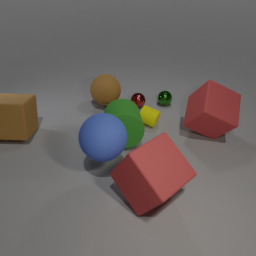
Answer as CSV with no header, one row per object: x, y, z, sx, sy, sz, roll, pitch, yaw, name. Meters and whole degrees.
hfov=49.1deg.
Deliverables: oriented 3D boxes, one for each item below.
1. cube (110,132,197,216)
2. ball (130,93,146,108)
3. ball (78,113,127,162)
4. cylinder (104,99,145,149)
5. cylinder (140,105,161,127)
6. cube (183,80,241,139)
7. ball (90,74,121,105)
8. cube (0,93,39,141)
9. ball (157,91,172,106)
0.631,1.218,7.438,1.400,1.400,1.400,-28,76,-36,cube
0.463,-1.278,12.912,0.700,0.700,0.700,0,31,0,ball
-0.726,0.269,8.104,1.400,1.400,1.400,0,31,0,ball
-0.180,-0.181,10.208,1.400,1.400,1.400,-3,27,-5,cylinder
0.869,-0.478,11.425,0.700,0.700,0.700,26,37,14,cylinder
3.072,-0.642,10.279,1.400,1.400,1.400,23,63,-13,cube
-1.015,-1.728,12.717,1.400,1.400,1.400,0,31,0,ball
-4.324,-0.445,10.578,1.400,1.400,1.400,2,22,0,cube
1.720,-1.396,13.087,0.700,0.700,0.700,0,31,0,ball
